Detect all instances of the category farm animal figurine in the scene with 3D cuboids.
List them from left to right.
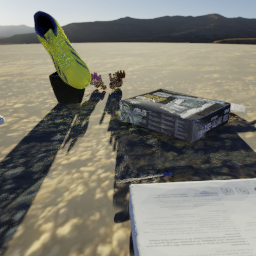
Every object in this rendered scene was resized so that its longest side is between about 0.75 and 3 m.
[{"bbox_3d":[-1.039,-2.240,13.816,1.822,0.916,1.471,-9,3,-13],"label":"farm animal figurine"}]

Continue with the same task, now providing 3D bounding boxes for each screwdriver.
[{"bbox_3d":[0.616,1.037,5.912,1.793,0.250,0.261,-10,54,-21],"label":"screwdriver"}]

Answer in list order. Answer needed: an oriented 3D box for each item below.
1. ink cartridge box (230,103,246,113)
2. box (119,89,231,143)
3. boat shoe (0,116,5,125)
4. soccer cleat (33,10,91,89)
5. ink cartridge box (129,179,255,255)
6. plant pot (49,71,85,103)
[{"bbox_3d":[3.734,-0.706,10.509,1.226,0.290,0.981,14,24,19],"label":"ink cartridge box"},{"bbox_3d":[1.510,-0.540,9.318,2.913,0.725,2.297,20,29,41],"label":"box"},{"bbox_3d":[-5.050,-0.400,9.015,2.117,0.696,0.762,3,21,7],"label":"boat shoe"},{"bbox_3d":[-2.026,-2.299,8.278,0.881,2.724,1.139,-33,-16,0],"label":"soccer cleat"},{"bbox_3d":[1.550,1.685,3.638,2.897,0.639,2.951,-1,23,-3],"label":"ink cartridge box"},{"bbox_3d":[-2.456,-1.730,11.826,1.360,1.207,1.357,1,20,1],"label":"plant pot"}]
